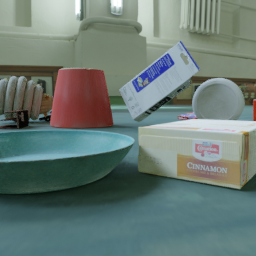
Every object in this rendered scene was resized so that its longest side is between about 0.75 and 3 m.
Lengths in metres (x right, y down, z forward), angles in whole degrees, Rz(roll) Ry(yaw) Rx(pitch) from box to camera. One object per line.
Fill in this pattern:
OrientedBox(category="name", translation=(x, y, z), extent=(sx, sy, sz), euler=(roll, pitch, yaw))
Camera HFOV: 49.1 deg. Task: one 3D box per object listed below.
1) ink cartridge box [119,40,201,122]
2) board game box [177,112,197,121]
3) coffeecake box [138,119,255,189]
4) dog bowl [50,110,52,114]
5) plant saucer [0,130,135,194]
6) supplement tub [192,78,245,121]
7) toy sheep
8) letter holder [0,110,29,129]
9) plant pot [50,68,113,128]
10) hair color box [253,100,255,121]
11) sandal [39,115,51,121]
OrientedBox(category="ink cartridge box", translation=(0.966, -1.383, 8.616), extent=(2.516, 1.251, 0.493), euler=(-35, -27, 24))
OrientedBox(category="board game box", translation=(2.922, -0.496, 11.864), extent=(1.034, 0.195, 2.009), euler=(-11, 8, -9))
OrientedBox(category="coffeecake box", translation=(1.064, 0.225, 3.661), extent=(1.219, 0.580, 1.588), euler=(4, 7, 36))
OrientedBox(category="dog bowl", translation=(-3.545, -1.024, 15.672), extent=(1.800, 0.664, 1.800), euler=(0, 5, 0))
OrientedBox(category="plant saucer", translation=(-1.068, 0.340, 3.406), extent=(2.309, 0.415, 2.309), euler=(0, 6, 0))
OrientedBox(category="supplement tub", translation=(3.065, -0.824, 9.327), extent=(1.525, 1.525, 2.173), euler=(2, 6, 22))
OrientedBox(category="toy sheep", translation=(-4.308, -1.143, 10.947), extent=(2.865, 1.975, 1.975), euler=(5, 4, -18))
OrientedBox(category="letter holder", translation=(-3.717, -0.282, 8.950), extent=(0.772, 0.546, 1.086), euler=(-2, 6, -4))
OrientedBox(category="plant pot", translation=(-1.565, -1.015, 9.540), extent=(2.140, 1.893, 2.140), euler=(0, 5, 0))
OrientedBox(category="hair color box", translation=(6.641, -0.710, 11.251), extent=(2.935, 0.938, 1.628), euler=(1, 5, 25))
OrientedBox(category="sandal", translation=(-3.309, -0.380, 11.649), extent=(1.039, 0.249, 0.390), euler=(-12, -3, 41))
